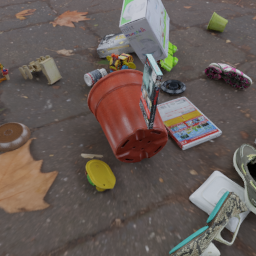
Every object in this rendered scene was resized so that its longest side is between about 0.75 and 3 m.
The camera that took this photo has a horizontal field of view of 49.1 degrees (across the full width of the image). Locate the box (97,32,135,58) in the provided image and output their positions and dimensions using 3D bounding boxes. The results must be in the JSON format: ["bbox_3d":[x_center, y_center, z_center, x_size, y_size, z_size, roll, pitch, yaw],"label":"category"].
[{"bbox_3d":[-0.434,-4.791,15.820,2.300,0.556,1.821,-5,40,19],"label":"box"}]

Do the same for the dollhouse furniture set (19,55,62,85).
[{"bbox_3d":[-4.316,-2.861,14.182,1.657,1.100,1.452,7,39,40],"label":"dollhouse furniture set"}]

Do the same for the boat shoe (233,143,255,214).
[{"bbox_3d":[4.260,1.446,9.261,1.075,0.899,3.007,10,36,2],"label":"boat shoe"}]

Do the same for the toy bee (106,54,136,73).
[{"bbox_3d":[-0.395,-3.191,14.021,1.625,1.349,2.482,6,44,4],"label":"toy bee"}]

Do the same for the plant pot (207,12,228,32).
[{"bbox_3d":[5.785,-6.707,17.993,1.031,1.121,1.121,27,49,10],"label":"plant pot"}]

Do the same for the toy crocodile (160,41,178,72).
[{"bbox_3d":[2.074,-3.983,15.226,0.941,0.861,2.789,28,44,-23],"label":"toy crocodile"}]

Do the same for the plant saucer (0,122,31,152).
[{"bbox_3d":[-4.735,0.265,11.155,1.604,0.293,1.604,0,43,0],"label":"plant saucer"}]

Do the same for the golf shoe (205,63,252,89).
[{"bbox_3d":[5.059,-2.699,13.843,2.339,0.849,1.077,32,52,29],"label":"golf shoe"}]

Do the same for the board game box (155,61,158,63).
[{"bbox_3d":[1.565,-4.797,15.774,0.229,1.214,2.358,-1,43,1],"label":"board game box"}]

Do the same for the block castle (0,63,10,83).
[{"bbox_3d":[-6.763,-2.864,14.114,1.019,0.715,1.524,-34,53,-31],"label":"block castle"}]

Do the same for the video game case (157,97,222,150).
[{"bbox_3d":[2.347,-0.299,11.778,1.872,0.228,2.619,-18,46,-19],"label":"video game case"}]

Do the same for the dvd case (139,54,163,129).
[{"bbox_3d":[0.620,-1.037,8.053,0.194,1.765,1.288,-3,38,-10],"label":"dvd case"}]

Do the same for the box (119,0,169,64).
[{"bbox_3d":[0.805,-4.468,11.805,1.233,2.250,2.549,-11,56,28],"label":"box"}]

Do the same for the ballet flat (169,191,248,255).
[{"bbox_3d":[2.424,2.946,7.843,2.749,0.932,1.035,-37,71,-22],"label":"ballet flat"}]

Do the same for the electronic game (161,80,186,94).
[{"bbox_3d":[2.186,-1.987,13.525,1.214,0.253,1.214,-1,40,1],"label":"electronic game"}]

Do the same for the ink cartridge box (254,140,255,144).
[{"bbox_3d":[5.769,-0.119,10.831,0.726,1.278,1.754,33,53,30],"label":"ink cartridge box"}]

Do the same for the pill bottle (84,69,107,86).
[{"bbox_3d":[-1.571,-2.537,13.835,1.044,0.624,0.624,-31,51,-28],"label":"pill bottle"}]

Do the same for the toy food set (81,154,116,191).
[{"bbox_3d":[-1.059,1.609,9.665,0.923,0.513,1.569,2,40,-35],"label":"toy food set"}]

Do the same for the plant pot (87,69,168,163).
[{"bbox_3d":[0.105,-0.304,10.306,2.647,2.647,2.574,-13,53,-14],"label":"plant pot"}]

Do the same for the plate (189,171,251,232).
[{"bbox_3d":[3.138,2.247,9.091,1.678,0.271,1.674,-34,54,-31],"label":"plate"}]
